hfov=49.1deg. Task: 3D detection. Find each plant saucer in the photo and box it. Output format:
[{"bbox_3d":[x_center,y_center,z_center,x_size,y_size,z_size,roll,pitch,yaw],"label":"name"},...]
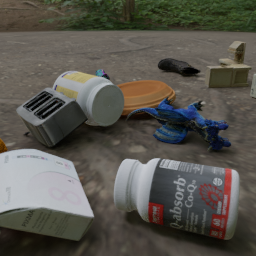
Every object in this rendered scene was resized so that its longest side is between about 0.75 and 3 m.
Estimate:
[{"bbox_3d":[0.274,-1.123,9.520,2.654,0.497,2.654,-8,22,3],"label":"plant saucer"}]

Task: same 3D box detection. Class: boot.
[{"bbox_3d":[2.613,-3.146,14.503,1.935,0.670,1.685,0,22,-5],"label":"boot"}]

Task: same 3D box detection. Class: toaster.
[{"bbox_3d":[-1.967,-0.273,7.066,1.416,0.840,1.281,-41,45,-22],"label":"toaster"}]

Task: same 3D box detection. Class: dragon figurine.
[{"bbox_3d":[1.156,-0.178,7.235,2.973,0.875,1.478,9,24,18],"label":"dragon figurine"}]

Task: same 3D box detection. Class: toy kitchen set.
[{"bbox_3d":[4.217,-2.972,12.696,1.931,1.746,2.141,-3,23,-8],"label":"toy kitchen set"}]

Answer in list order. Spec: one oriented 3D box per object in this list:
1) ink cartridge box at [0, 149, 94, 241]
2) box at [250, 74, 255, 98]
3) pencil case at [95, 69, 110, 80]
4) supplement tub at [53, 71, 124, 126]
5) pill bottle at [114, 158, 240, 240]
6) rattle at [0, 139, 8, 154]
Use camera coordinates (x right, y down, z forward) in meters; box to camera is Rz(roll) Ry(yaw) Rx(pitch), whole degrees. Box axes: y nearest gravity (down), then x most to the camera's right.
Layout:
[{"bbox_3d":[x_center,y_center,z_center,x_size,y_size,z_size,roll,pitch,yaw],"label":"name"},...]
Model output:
[{"bbox_3d":[-1.724,0.784,4.236,2.155,0.615,1.751,28,9,-29],"label":"ink cartridge box"},{"bbox_3d":[5.580,-1.204,9.616,1.085,0.903,2.640,-8,25,-17],"label":"box"},{"bbox_3d":[-1.177,-2.367,12.857,0.472,0.513,1.110,11,20,-23],"label":"pencil case"},{"bbox_3d":[-1.175,-0.863,8.189,1.391,1.391,1.913,-21,30,-40],"label":"supplement tub"},{"bbox_3d":[0.732,1.010,4.286,1.731,1.003,1.003,7,24,17],"label":"pill bottle"},{"bbox_3d":[-3.868,0.484,5.323,1.707,1.556,2.390,45,9,0],"label":"rattle"}]
